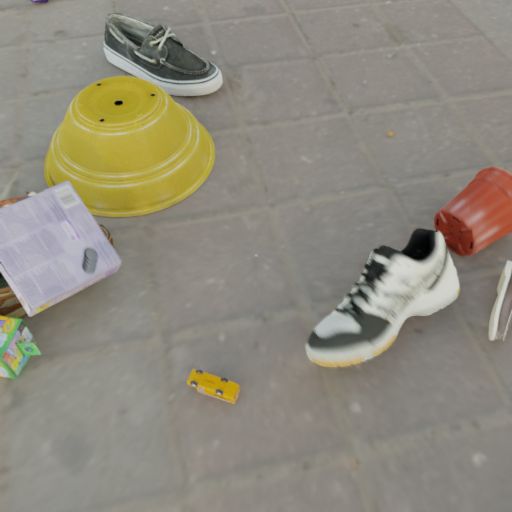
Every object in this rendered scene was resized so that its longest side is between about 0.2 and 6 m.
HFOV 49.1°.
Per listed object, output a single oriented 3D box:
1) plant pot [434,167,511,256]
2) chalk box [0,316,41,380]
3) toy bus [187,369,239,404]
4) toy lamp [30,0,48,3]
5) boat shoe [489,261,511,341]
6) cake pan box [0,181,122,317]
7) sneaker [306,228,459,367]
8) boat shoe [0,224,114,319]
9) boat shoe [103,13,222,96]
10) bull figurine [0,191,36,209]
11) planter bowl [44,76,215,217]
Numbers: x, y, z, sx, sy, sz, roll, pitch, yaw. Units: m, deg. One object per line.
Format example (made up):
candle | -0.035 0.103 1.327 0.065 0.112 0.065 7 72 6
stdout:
plant pot | 3.943 -0.708 9.940 1.255 1.290 1.290 -33 58 -15
chalk box | -3.863 1.377 8.483 1.139 0.709 0.705 8 51 9
toy bus | -0.634 1.931 8.294 0.750 0.294 0.244 15 54 12
toy lamp | -5.646 -7.648 16.051 1.766 0.514 0.514 -29 56 -25
boat shoe | 4.152 0.752 9.087 0.498 0.601 1.673 19 47 19
cake pan box | -3.257 -0.176 8.781 1.604 0.456 1.742 -33 86 -34
sneaker | 1.839 0.540 8.609 2.978 1.305 1.126 -29 24 -27
boat shoe | -3.563 0.214 9.271 2.589 0.956 0.979 -36 59 -26
boat shoe | -2.350 -4.799 13.220 3.416 1.211 1.231 24 55 19
bull figurine | -4.565 -0.943 10.608 0.905 0.295 0.550 -13 37 4
planter bowl | -2.636 -2.543 11.218 3.540 1.475 3.540 0 50 0
